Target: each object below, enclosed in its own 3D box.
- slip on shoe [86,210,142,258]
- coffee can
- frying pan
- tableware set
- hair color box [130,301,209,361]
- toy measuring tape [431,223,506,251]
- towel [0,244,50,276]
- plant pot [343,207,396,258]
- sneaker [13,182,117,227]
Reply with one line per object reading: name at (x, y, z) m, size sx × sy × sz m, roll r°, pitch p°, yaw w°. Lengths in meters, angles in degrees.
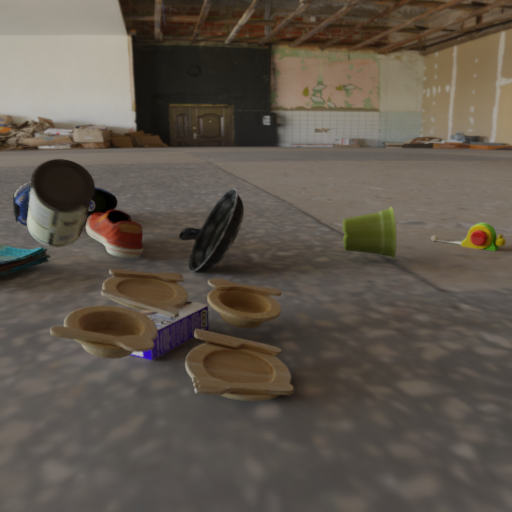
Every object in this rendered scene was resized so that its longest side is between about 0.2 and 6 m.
slip on shoe at (-2.917, -0.601, 11.672) m, size 0.927 × 0.766 × 2.503 m, roll 6°, pitch 11°, yaw -29°
coffee can at (-3.501, -0.903, 9.953) m, size 1.017 × 1.017 × 1.390 m, roll -8°, pitch -22°, yaw -29°
frying pan at (-0.975, -0.224, 10.467) m, size 0.450 × 1.672 × 2.764 m, roll 28°, pitch -33°, yaw -18°
tableware set at (-0.798, 0.731, 6.475) m, size 2.413 × 0.335 × 2.889 m, roll 11°, pitch 18°, yaw -3°
hair color box at (-1.161, 0.876, 6.925) m, size 0.628 × 0.372 × 1.149 m, roll 7°, pitch 14°, yaw 28°
toy measuring tape at (4.510, -0.466, 11.920) m, size 1.556 × 0.572 × 0.572 m, roll 13°, pitch 19°, yaw 41°
towel at (-5.373, 0.034, 9.922) m, size 2.670 × 0.290 × 1.958 m, roll 7°, pitch 15°, yaw 20°
plant pot at (2.137, -0.417, 10.702) m, size 0.935 × 0.984 × 0.984 m, roll -3°, pitch 14°, yaw 7°
sneaker at (-4.781, -1.372, 14.286) m, size 1.313 × 1.157 × 2.945 m, roll 6°, pitch 15°, yaw 33°
